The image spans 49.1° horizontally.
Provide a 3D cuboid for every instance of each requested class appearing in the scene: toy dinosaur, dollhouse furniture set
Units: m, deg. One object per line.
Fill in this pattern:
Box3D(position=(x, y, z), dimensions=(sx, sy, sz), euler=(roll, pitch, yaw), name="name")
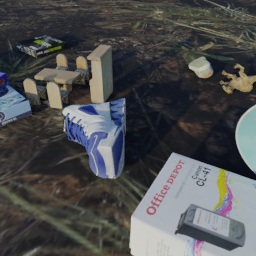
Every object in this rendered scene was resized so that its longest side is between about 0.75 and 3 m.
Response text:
Box3D(position=(4.168, -1.754, 10.225), dimensions=(2.234, 0.650, 1.130), euler=(-21, 55, -15), name="toy dinosaur")
Box3D(position=(-1.858, -1.889, 9.352), dimensions=(2.490, 1.620, 2.287), euler=(10, 36, 13), name="dollhouse furniture set")

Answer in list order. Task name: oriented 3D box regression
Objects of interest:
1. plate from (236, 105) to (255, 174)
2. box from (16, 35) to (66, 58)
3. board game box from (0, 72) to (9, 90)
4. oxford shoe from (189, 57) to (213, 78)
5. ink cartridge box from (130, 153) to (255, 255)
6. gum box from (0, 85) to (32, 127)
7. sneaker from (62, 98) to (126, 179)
Box3D(position=(2.778, 0.360, 4.430), dimensions=(2.127, 2.127, 0.272), euler=(27, 54, 32), name="plate")
Box3D(position=(-4.099, -3.893, 13.246), dimensions=(1.715, 0.407, 1.656), euler=(29, 42, 35), name="box")
Box3D(position=(-4.678, -1.209, 8.461), dimensions=(1.185, 0.395, 1.763), euler=(10, 36, 14), name="board game box")
Box3D(position=(2.867, -2.372, 11.011), dimensions=(0.740, 0.568, 1.968), euler=(-31, 19, 13), name="oxford shoe")
Box3D(position=(1.557, 1.691, 4.740), dimensions=(2.566, 1.099, 1.894), euler=(19, 39, 23), name="ink cartridge box")
Box3D(position=(-4.542, -0.713, 8.597), dimensions=(2.129, 0.558, 2.506), euler=(-28, 44, -33), name="gum box")
Box3D(position=(-0.915, 0.164, 7.021), dimensions=(1.665, 1.165, 2.883), euler=(-2, 28, 4), name="sneaker")
